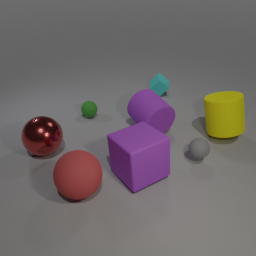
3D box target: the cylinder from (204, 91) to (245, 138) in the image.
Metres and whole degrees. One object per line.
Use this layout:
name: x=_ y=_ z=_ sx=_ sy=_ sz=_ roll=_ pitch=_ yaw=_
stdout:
cylinder: x=3.621 y=-0.531 z=10.516 sx=1.400 sy=1.400 sz=1.400 roll=-10 pitch=19 yaw=3

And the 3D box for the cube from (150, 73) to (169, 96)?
cube: x=1.573 y=-2.172 z=14.018 sx=0.700 sy=0.700 sz=0.700 roll=34 pitch=35 yaw=-21

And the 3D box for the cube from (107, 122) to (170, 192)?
cube: x=0.338 y=0.840 z=8.700 sx=1.400 sy=1.400 sz=1.400 roll=-20 pitch=32 yaw=-26

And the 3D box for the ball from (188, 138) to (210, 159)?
ball: x=2.371 y=0.675 z=9.333 sx=0.700 sy=0.700 sz=0.700 roll=0 pitch=32 yaw=0

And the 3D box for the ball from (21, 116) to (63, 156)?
ball: x=-2.980 y=0.279 z=9.776 sx=1.400 sy=1.400 sz=1.400 roll=0 pitch=32 yaw=0

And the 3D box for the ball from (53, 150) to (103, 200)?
ball: x=-1.430 y=1.331 z=8.028 sx=1.400 sy=1.400 sz=1.400 roll=0 pitch=32 yaw=0

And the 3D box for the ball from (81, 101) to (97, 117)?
ball: x=-1.676 y=-0.822 z=12.129 sx=0.700 sy=0.700 sz=0.700 roll=0 pitch=32 yaw=0

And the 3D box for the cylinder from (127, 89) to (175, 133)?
cylinder: x=0.897 y=-0.603 z=11.011 sx=1.400 sy=1.400 sz=1.400 roll=-17 pitch=43 yaw=-25
